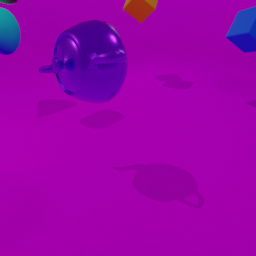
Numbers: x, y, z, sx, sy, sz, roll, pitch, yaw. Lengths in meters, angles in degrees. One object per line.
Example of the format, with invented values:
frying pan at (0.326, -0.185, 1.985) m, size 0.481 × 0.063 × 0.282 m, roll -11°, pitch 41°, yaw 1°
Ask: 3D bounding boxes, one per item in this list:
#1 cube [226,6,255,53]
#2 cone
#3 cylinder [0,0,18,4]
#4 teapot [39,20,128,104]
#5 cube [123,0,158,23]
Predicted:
cube at (3.551, -2.786, 7.979) m, size 0.885 × 0.885 × 0.885 m, roll 28°, pitch -2°, yaw -24°
cone at (-3.882, -2.585, 7.570) m, size 1.300 × 1.300 × 1.304 m, roll 12°, pitch 23°, yaw 20°
cylinder at (-2.785, -3.420, 6.216) m, size 0.908 × 0.908 × 0.908 m, roll 14°, pitch -9°, yaw 2°
teapot at (-0.725, -1.010, 4.426) m, size 1.024 × 1.300 × 2.091 m, roll -14°, pitch 13°, yaw -38°
cube at (0.438, -4.171, 9.298) m, size 0.791 × 0.791 × 0.791 m, roll 30°, pitch 54°, yaw -23°
